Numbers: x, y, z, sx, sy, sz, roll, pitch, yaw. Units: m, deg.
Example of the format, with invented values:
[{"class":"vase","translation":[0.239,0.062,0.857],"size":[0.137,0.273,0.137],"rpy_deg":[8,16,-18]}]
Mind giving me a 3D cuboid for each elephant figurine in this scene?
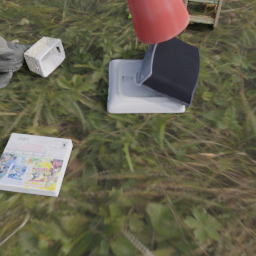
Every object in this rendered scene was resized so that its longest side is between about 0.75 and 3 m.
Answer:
[{"class":"elephant figurine","translation":[-4.410,-2.362,9.249],"size":[2.832,2.004,2.197],"rpy_deg":[11,81,-11]}]

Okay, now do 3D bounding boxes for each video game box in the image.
[{"class":"video game box","translation":[-2.529,0.951,7.512],"size":[1.744,0.408,1.589],"rpy_deg":[6,51,5]}]

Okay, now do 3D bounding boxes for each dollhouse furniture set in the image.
[{"class":"dollhouse furniture set","translation":[2.650,-5.125,11.875],"size":[2.327,1.294,2.058],"rpy_deg":[11,29,9]}]

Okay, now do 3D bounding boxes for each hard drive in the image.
[{"class":"hard drive","translation":[1.484,-2.076,9.214],"size":[1.921,0.603,2.849],"rpy_deg":[23,48,-6]}]

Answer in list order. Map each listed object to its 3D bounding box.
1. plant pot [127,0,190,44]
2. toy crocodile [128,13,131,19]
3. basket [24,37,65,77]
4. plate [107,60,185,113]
[{"class":"plant pot","translation":[0.767,-3.627,8.275],"size":[1.753,1.551,1.753],"rpy_deg":[-17,45,18]},{"class":"toy crocodile","translation":[0.287,-4.932,12.033],"size":[0.282,0.258,0.835],"rpy_deg":[-6,40,50]},{"class":"basket","translation":[-2.934,-2.542,9.862],"size":[0.769,0.845,1.246],"rpy_deg":[21,56,18]},{"class":"plate","translation":[0.556,-1.548,9.393],"size":[2.475,0.400,2.469],"rpy_deg":[-1,54,0]}]
